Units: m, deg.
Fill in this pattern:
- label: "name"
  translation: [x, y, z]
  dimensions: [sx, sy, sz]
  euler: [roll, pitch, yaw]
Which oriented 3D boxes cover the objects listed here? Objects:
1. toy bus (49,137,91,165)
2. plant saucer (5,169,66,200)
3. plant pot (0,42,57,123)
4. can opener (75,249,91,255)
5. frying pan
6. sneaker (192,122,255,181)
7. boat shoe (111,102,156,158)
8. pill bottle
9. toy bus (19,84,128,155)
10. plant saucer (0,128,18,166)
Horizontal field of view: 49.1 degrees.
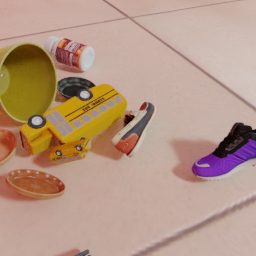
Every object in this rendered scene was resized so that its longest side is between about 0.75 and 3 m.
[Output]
- label: "toy bus"
  translation: [-1.334, 0.552, 6.568]
  dimensions: [1.068, 0.418, 0.348]
  euler: [-15, 28, 23]
- label: "plant saucer"
  translation: [-2.050, 1.265, 6.242]
  dimensions: [1.300, 0.210, 1.300]
  euler: [17, 7, -2]
- label: "plant pot"
  translation: [-3.464, -1.397, 8.314]
  dimensions: [1.612, 2.271, 2.271]
  euler: [11, 42, 25]
- label: "can opener"
  translation: [-1.010, 2.428, 5.017]
  dimensions: [0.821, 0.275, 0.219]
  euler: [-14, 65, -36]
- label: "frying pan"
  translation: [-1.292, -1.232, 9.442]
  dimensions: [2.225, 0.362, 1.346]
  euler: [11, 38, -5]
- label: "sneaker"
  translation: [2.520, 0.429, 6.661]
  dimensions: [2.250, 1.119, 0.782]
  euler: [-18, 21, -2]
- label: "boat shoe"
  translation: [0.181, -0.122, 7.614]
  dimensions: [0.682, 0.776, 2.180]
  euler: [35, 42, -6]
- label: "pill bottle"
  translation: [-2.250, -2.876, 10.710]
  dimensions: [1.752, 0.960, 0.960]
  euler: [23, 46, 14]
- label: "toy bus"
  translation: [-1.416, -0.167, 7.607]
  dimensions: [2.841, 0.925, 1.112]
  euler: [-36, 72, -32]
- label: "plant saucer"
  translation: [-3.702, 0.603, 7.393]
  dimensions: [1.564, 0.293, 1.564]
  euler: [1, 41, -1]
